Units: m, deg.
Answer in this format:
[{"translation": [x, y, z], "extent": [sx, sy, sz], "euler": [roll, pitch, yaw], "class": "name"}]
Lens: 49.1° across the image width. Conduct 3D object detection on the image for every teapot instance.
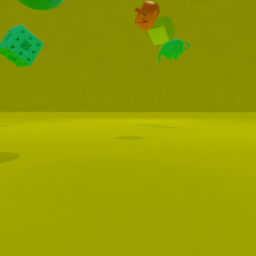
[{"translation": [1.535, -2.673, 9.767], "extent": [1.315, 0.644, 0.818], "euler": [-23, -4, 2], "class": "teapot"}, {"translation": [0.401, -2.633, 6.554], "extent": [0.541, 1.105, 0.687], "euler": [25, -38, -11], "class": "teapot"}]

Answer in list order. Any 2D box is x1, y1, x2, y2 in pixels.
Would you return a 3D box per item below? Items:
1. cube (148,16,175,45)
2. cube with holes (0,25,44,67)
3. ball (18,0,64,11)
[{"translation": [1.394, -4.037, 11.628], "extent": [0.784, 0.784, 0.784], "euler": [3, -36, 33], "class": "cube"}, {"translation": [-4.082, -3.056, 10.581], "extent": [1.049, 1.049, 1.049], "euler": [9, -22, 45], "class": "cube with holes"}, {"translation": [-1.308, -2.228, 4.093], "extent": [0.947, 0.947, 0.947], "euler": [0, 4, 0], "class": "ball"}]
